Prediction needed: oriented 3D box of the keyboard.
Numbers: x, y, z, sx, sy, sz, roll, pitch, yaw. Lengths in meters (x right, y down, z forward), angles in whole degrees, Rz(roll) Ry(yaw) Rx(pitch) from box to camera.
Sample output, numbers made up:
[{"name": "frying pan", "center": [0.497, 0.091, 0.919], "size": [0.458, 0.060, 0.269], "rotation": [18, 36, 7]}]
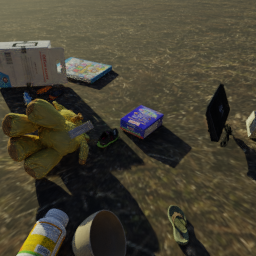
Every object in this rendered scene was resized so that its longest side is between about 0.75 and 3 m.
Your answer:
[{"name": "keyboard", "center": [2.827, -0.274, 8.594], "size": [0.276, 1.704, 2.682], "rotation": [-12, 17, 32]}]

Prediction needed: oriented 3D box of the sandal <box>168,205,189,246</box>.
[{"name": "sandal", "center": [1.172, 2.147, 6.345], "size": [0.400, 0.287, 1.007], "rotation": [-4, 35, -5]}]

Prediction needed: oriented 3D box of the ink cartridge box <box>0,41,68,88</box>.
[{"name": "ink cartridge box", "center": [-4.189, -2.789, 12.174], "size": [2.990, 1.734, 1.014], "rotation": [-3, 35, -6]}]

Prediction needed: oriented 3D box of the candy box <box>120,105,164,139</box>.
[{"name": "candy box", "center": [0.480, -0.221, 9.603], "size": [1.006, 0.458, 1.190], "rotation": [26, 42, 30]}]

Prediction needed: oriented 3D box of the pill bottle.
[{"name": "pill bottle", "center": [-1.700, 2.307, 5.771], "size": [0.678, 0.678, 1.222], "rotation": [8, 35, 11]}]

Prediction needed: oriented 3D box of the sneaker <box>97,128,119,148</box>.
[{"name": "sneaker", "center": [-0.611, 0.259, 8.959], "size": [0.369, 0.403, 0.961], "rotation": [19, 39, 26]}]

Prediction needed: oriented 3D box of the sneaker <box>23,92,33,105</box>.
[{"name": "sneaker", "center": [-3.977, -1.136, 11.147], "size": [0.364, 0.318, 0.810], "rotation": [3, 34, -29]}]

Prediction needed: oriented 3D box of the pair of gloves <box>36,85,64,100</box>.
[{"name": "pair of gloves", "center": [-3.279, -1.507, 11.748], "size": [1.053, 0.130, 0.938], "rotation": [14, 37, 18]}]

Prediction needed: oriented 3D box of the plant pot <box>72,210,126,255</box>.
[{"name": "plant pot", "center": [-0.665, 2.295, 5.618], "size": [0.759, 1.130, 1.130], "rotation": [-24, 25, 29]}]

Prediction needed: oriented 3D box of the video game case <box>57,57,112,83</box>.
[{"name": "video game case", "center": [-2.301, -2.863, 13.610], "size": [2.520, 0.224, 1.804], "rotation": [17, 38, 23]}]

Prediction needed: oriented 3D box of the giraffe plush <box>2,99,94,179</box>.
[{"name": "giraffe plush", "center": [-2.075, 0.058, 8.215], "size": [2.449, 2.113, 1.986], "rotation": [-11, 14, 2]}]

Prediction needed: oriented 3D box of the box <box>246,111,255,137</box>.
[{"name": "box", "center": [4.757, -0.080, 9.007], "size": [1.593, 0.756, 0.619], "rotation": [3, 63, 2]}]
